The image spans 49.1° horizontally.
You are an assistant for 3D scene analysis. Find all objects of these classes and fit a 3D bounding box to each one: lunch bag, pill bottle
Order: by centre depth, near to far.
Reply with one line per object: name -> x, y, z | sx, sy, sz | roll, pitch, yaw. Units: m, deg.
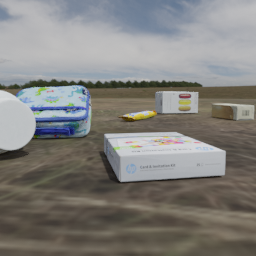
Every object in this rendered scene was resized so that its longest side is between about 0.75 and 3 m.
pill bottle -> -2.695, -0.136, 5.396 | 2.137, 1.183, 1.183 | 6, 9, 44
lunch bag -> -1.952, -0.424, 7.322 | 1.995, 0.823, 1.604 | -1, 39, -3

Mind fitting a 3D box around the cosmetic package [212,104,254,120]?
cosmetic package -> 4.472, -0.714, 12.081 | 0.900, 0.608, 1.712 | -2, 8, -18

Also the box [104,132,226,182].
box -> 0.425, 0.385, 4.548 | 1.468, 0.388, 1.883 | -1, 8, -10

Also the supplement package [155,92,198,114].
supplement package -> 2.589, -1.366, 14.989 | 2.021, 1.150, 1.107 | -2, 7, -15

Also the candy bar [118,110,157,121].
candy bar -> 0.492, -0.527, 11.935 | 0.676, 0.300, 2.710 | 4, 9, 27
